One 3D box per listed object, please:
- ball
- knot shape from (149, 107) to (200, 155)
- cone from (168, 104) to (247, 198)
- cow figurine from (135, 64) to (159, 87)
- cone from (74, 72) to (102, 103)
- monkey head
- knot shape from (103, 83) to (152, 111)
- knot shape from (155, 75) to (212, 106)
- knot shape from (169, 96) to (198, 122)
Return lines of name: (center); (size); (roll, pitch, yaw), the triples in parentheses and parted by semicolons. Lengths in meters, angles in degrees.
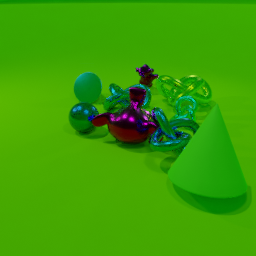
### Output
ball: (-1.282, -0.313, 8.173); (0.901, 0.901, 0.901); (0, 27, 0)
knot shape: (1.068, 0.179, 6.690); (1.533, 0.708, 1.435); (33, 31, 7)
cone: (1.709, 0.304, 5.731); (1.622, 1.628, 1.622); (4, 14, -1)
cow figurine: (0.692, -2.099, 11.510); (1.151, 1.170, 0.642); (-18, 63, -37)
cone: (-1.311, -1.464, 10.841); (1.152, 1.152, 1.156); (9, 1, 18)
monkey head: (0.100, -0.303, 7.520); (1.977, 1.422, 1.191); (13, 28, 15)
knot shape: (-0.180, -1.031, 9.656); (1.702, 0.786, 1.592); (20, 32, 40)
knot shape: (1.875, -1.381, 9.959); (1.933, 0.954, 2.066); (12, 18, 33)
knot shape: (1.738, -0.405, 8.429); (0.488, 1.056, 0.988); (26, 17, -35)
